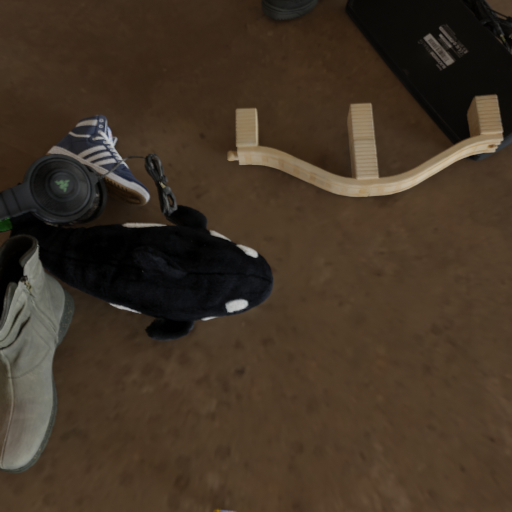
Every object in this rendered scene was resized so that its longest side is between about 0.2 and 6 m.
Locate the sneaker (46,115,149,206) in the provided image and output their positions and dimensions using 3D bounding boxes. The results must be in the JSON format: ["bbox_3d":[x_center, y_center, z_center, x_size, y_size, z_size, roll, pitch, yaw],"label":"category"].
[{"bbox_3d":[-2.488,-1.679,9.575,2.025,0.710,1.099,26,68,16],"label":"sneaker"}]

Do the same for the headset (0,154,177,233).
[{"bbox_3d":[-2.741,-0.772,8.392,2.913,1.799,1.369,-22,94,-3],"label":"headset"}]

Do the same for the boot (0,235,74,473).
[{"bbox_3d":[-3.288,1.280,7.426,0.965,1.862,2.851,2,63,1],"label":"boot"}]

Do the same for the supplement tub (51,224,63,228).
[{"bbox_3d":[-3.148,-0.158,8.792,1.122,0.600,0.600,40,69,2],"label":"supplement tub"}]

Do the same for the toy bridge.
[{"bbox_3d":[1.802,-1.811,9.569,4.606,0.627,1.548,-3,73,3],"label":"toy bridge"}]

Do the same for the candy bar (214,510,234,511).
[{"bbox_3d":[-0.105,3.263,6.526,0.458,1.837,0.204,11,76,-21],"label":"candy bar"}]

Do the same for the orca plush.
[{"bbox_3d":[-1.622,-0.144,7.986,3.996,1.420,2.102,26,71,-1],"label":"orca plush"}]

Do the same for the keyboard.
[{"bbox_3d":[3.834,-3.960,10.879,2.375,0.904,4.563,-33,68,10],"label":"keyboard"}]

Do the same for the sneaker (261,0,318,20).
[{"bbox_3d":[1.519,-6.143,11.255,3.283,1.712,0.986,-29,66,-14],"label":"sneaker"}]
